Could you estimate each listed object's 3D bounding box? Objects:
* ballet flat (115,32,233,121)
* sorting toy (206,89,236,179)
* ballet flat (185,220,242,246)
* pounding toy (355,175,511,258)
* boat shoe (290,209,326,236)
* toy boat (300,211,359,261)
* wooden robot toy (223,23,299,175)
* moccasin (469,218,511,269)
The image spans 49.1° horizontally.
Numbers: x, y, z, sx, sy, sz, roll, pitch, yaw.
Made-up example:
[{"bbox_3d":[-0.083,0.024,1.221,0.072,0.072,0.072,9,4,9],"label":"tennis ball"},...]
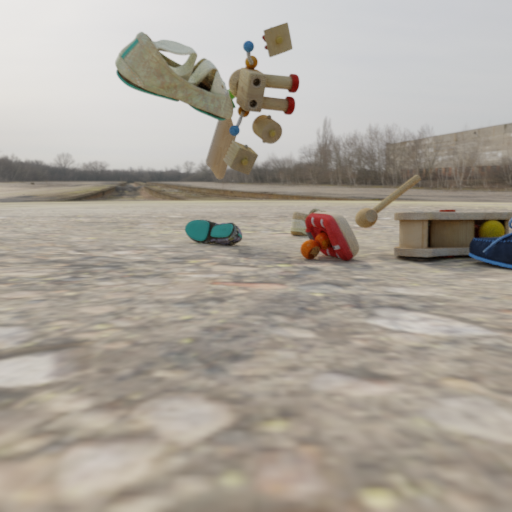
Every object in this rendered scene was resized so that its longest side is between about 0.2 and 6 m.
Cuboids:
[{"bbox_3d":[-1.041,-2.845,9.031,0.931,0.861,2.761,49,24,20],"label":"ballet flat"},{"bbox_3d":[-0.780,-2.969,13.506,0.299,2.032,1.502,16,-3,9],"label":"sorting toy"},{"bbox_3d":[-0.941,-0.481,12.783,1.665,0.599,0.599,7,10,44],"label":"ballet flat"},{"bbox_3d":[3.293,-0.762,10.288,2.759,1.583,1.578,0,3,1],"label":"pounding toy"},{"bbox_3d":[1.756,-0.955,15.429,2.140,0.695,0.772,-7,10,-44],"label":"boat shoe"},{"bbox_3d":[1.198,-0.253,10.092,0.897,0.896,1.373,-34,17,-14],"label":"toy boat"},{"bbox_3d":[-0.019,-2.926,10.230,1.179,2.676,1.214,0,28,-24],"label":"wooden robot toy"},{"bbox_3d":[4.584,-0.197,8.707,1.011,0.857,2.513,-7,10,-43],"label":"moccasin"}]
